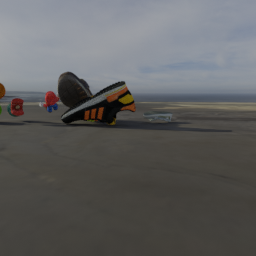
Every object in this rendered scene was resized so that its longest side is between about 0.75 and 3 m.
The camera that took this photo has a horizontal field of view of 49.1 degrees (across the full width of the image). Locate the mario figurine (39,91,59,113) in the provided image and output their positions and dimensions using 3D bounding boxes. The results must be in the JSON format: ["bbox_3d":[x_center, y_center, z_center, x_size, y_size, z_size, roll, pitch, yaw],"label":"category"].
[{"bbox_3d":[-3.744,-1.368,13.562,0.803,0.935,1.514,27,-24,-2],"label":"mario figurine"}]

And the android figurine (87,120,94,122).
[{"bbox_3d":[-1.505,-0.526,10.891,0.810,0.166,0.738,14,42,-22],"label":"android figurine"}]

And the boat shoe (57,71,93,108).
[{"bbox_3d":[-2.016,-1.364,11.022,1.081,1.064,2.902,-14,-26,3],"label":"boat shoe"}]

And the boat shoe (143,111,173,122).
[{"bbox_3d":[1.141,-0.413,10.695,1.273,0.408,0.469,-3,18,-32],"label":"boat shoe"}]

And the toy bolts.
[{"bbox_3d":[-4.983,-0.949,11.103,1.573,1.503,1.091,7,-13,-34],"label":"toy bolts"}]

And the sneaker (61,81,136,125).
[{"bbox_3d":[-1.051,-0.518,9.775,2.803,1.261,0.980,-24,16,22],"label":"sneaker"}]
